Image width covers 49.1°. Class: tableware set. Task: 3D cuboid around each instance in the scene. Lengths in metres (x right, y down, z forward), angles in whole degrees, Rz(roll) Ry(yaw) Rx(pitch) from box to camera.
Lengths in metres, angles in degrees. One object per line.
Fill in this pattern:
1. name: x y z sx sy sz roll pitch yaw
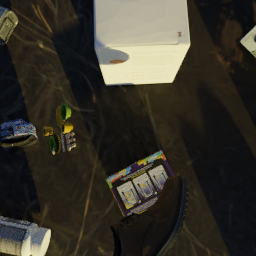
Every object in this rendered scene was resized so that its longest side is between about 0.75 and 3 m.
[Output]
1. tableware set: -1.451 0.038 5.697 0.213 1.391 0.937 -4 82 -33

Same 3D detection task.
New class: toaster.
1. toaster: -4.236 -3.292 8.974 0.853 0.750 1.320 24 84 7

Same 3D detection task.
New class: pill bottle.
1. pill bottle: -3.094 3.094 7.920 1.596 0.903 0.903 11 82 3

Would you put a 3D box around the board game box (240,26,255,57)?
1. board game box: 5.160 -2.366 8.264 2.839 0.913 2.095 48 120 7

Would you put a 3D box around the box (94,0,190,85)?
1. box: 0.311 -2.350 7.728 2.197 2.885 1.534 -2 81 0

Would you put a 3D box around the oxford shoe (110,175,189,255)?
1. oxford shoe: 0.325 1.996 5.565 1.177 1.013 2.788 33 65 2

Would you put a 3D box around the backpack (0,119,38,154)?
1. backpack: -3.253 0.220 8.366 1.010 1.060 0.817 -10 72 -7

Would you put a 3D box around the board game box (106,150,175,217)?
1. board game box: 0.514 1.758 8.316 1.881 0.533 1.555 -26 84 -4

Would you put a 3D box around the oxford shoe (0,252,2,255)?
1. oxford shoe: -3.923 3.558 8.129 0.500 0.431 1.186 -32 92 -12
